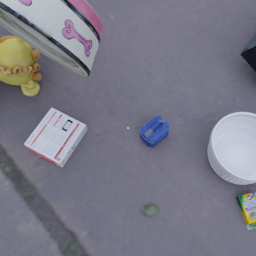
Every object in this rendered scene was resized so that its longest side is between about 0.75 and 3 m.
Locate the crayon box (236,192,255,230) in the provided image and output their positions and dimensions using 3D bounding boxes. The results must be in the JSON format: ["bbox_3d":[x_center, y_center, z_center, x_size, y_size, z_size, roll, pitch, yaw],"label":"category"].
[{"bbox_3d":[2.995,1.983,6.726,0.498,0.204,0.792,-12,66,-5],"label":"crayon box"}]

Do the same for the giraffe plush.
[{"bbox_3d":[-3.664,-1.943,7.579,2.408,2.562,2.969,-9,60,-23],"label":"giraffe plush"}]

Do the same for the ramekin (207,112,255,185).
[{"bbox_3d":[2.840,0.572,6.994,1.755,0.921,1.755,0,65,0],"label":"ramekin"}]

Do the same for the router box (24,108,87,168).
[{"bbox_3d":[-1.903,0.229,7.489,1.143,0.311,1.273,27,68,12],"label":"router box"}]

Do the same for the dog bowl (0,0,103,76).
[{"bbox_3d":[-1.709,-2.210,5.511,2.798,2.798,1.032,31,88,14],"label":"dog bowl"}]

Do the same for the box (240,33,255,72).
[{"bbox_3d":[4.885,-2.462,7.893,2.108,1.178,2.987,46,70,-11],"label":"box"}]

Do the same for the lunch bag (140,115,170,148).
[{"bbox_3d":[0.736,0.064,7.441,0.818,0.541,0.556,-40,71,-16],"label":"lunch bag"}]
